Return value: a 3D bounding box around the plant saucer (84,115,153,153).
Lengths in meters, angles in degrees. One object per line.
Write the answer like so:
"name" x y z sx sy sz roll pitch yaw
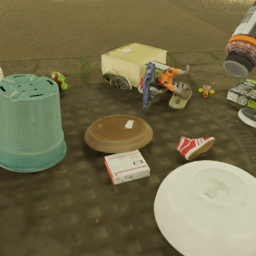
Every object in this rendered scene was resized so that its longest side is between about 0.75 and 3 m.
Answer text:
"plant saucer" -0.305 0.091 9.013 2.221 0.327 2.221 -2 27 1

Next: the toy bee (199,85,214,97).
"toy bee" 3.198 -1.525 11.568 0.595 0.494 0.909 16 12 36

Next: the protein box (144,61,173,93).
"protein box" 1.286 -2.191 11.952 1.024 1.016 0.691 29 44 36

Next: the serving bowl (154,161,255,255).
"serving bowl" 2.017 1.650 6.411 2.801 0.921 2.801 -1 35 0

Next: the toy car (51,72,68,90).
"toy car" -3.184 -1.843 11.799 0.955 0.753 0.784 -34 40 -25

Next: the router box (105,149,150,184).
"router box" -0.033 1.064 7.851 1.033 0.252 0.927 -11 36 -16

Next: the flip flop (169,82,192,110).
"flip flop" 2.090 -1.387 11.179 0.791 0.562 1.951 12 36 17

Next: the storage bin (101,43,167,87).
"storage bin" 0.297 -3.060 13.208 2.279 1.076 2.296 24 42 32

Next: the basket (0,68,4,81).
"basket" -5.521 -1.356 10.245 1.636 1.315 1.621 7 46 13

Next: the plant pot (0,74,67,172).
"plant pot" -2.793 -0.248 7.884 2.151 2.106 2.151 7 32 -4

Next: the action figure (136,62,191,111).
"action figure" 1.267 -1.520 10.995 2.092 1.131 2.163 -1 67 35

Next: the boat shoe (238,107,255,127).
"boat shoe" 4.754 -0.297 9.438 0.756 0.716 2.162 -19 39 -26

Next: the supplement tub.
"supplement tub" 2.329 -1.639 5.181 0.755 0.755 1.412 28 82 34

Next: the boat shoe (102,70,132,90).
"boat shoe" -0.506 -2.009 12.101 0.592 0.643 1.800 -28 40 -22

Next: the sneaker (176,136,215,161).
"sneaker" 2.039 0.471 8.564 1.238 0.441 0.696 -25 45 -28

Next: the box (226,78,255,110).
"box" 5.229 -1.244 11.069 1.646 0.455 2.055 -28 43 -35
